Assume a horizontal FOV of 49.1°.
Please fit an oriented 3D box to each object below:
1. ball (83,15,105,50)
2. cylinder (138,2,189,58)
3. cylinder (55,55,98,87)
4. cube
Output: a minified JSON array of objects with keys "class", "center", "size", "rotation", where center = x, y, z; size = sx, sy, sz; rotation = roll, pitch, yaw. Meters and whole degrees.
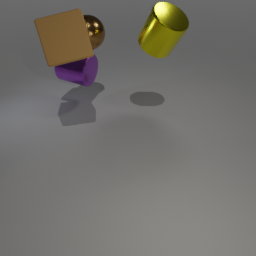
[{"class":"ball","center":[-1.639,-3.924,11.556],"size":[1.400,1.400,1.400],"rotation":[0,32,0]},{"class":"cylinder","center":[1.244,-3.496,10.088],"size":[1.400,1.400,1.400],"rotation":[11,59,-18]},{"class":"cylinder","center":[-2.211,-2.633,12.142],"size":[1.400,1.400,1.400],"rotation":[16,36,15]},{"class":"cube","center":[-1.953,-2.812,8.908],"size":[1.400,1.400,1.400],"rotation":[-15,15,-2]}]
